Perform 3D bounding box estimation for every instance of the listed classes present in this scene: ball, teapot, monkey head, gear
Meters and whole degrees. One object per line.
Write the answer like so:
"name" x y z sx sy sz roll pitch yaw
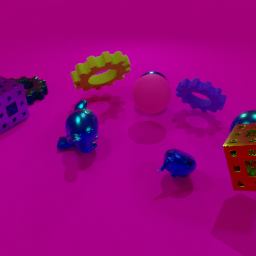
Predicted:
"ball" 3.064 0.108 6.823 1.118 1.118 1.118 0 33 0
"teapot" 1.063 0.795 6.052 1.176 0.576 0.731 10 16 -46
"ball" 0.797 -1.293 9.031 1.084 1.084 1.084 0 33 0
"ball" 0.658 -0.946 7.758 1.084 1.084 1.084 0 33 0
"monkey head" -1.297 0.060 6.932 1.199 1.004 1.667 -10 38 7
"gear" -3.749 -1.299 9.739 1.835 0.339 1.835 0 33 0
"gear" 2.130 -0.945 8.256 1.449 1.449 0.268 18 73 26
"gear" -0.849 -1.770 8.948 1.876 1.876 0.347 -15 78 -23

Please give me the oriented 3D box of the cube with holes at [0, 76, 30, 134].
"cube with holes" -3.680 -0.699 7.974 1.077 1.077 1.077 21 41 22

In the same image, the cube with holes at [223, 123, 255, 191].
"cube with holes" 2.406 0.503 5.085 0.927 0.927 0.927 -6 21 37
